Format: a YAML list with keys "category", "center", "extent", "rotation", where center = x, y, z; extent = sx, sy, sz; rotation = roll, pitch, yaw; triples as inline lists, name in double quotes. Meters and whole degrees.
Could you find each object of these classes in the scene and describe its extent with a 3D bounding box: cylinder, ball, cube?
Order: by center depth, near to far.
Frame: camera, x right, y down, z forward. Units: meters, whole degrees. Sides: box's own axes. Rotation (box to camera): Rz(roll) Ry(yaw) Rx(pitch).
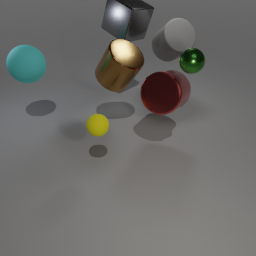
- category: "ball"
  center: [1.764, -1.843, 7.708]
  extent: [0.700, 0.700, 0.700]
  rotation: [0, 33, 0]
- category: "ball"
  center: [-0.938, -0.086, 8.642]
  extent: [0.700, 0.700, 0.700]
  rotation: [0, 33, 0]
- category: "cylinder"
  center: [1.314, -1.247, 9.600]
  extent: [1.400, 1.400, 1.400]
  rotation: [15, 18, 21]
- category: "cylinder"
  center: [-0.328, -2.272, 10.300]
  extent: [1.400, 1.400, 1.400]
  rotation: [16, 54, -22]
- category: "ball"
  center: [-3.792, -2.384, 10.491]
  extent: [1.400, 1.400, 1.400]
  rotation: [0, 33, 0]
- category: "cube"
  center: [-0.032, -4.557, 11.588]
  extent: [1.400, 1.400, 1.400]
  rotation: [40, 43, 22]
- category: "cylinder"
  center: [1.881, -3.638, 11.708]
  extent: [1.400, 1.400, 1.400]
  rotation: [-11, 1, -17]
